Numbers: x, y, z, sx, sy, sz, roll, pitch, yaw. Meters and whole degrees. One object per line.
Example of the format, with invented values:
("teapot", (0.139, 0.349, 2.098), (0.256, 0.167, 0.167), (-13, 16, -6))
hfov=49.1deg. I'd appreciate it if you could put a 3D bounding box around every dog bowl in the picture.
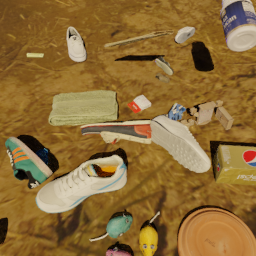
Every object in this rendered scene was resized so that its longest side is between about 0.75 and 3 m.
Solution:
("dog bowl", (-3.055, 1.101, 10.008), (0.430, 0.191, 0.771), (-10, 51, -8))

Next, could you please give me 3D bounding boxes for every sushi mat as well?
("sushi mat", (0.361, -3.252, 10.250), (2.509, 0.152, 1.200), (4, 19, 44))

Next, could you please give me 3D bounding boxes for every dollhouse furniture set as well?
("dollhouse furniture set", (3.043, -0.330, 10.743), (1.842, 0.955, 0.815), (-16, 49, -13))

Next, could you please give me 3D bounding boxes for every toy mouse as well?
("toy mouse", (-0.148, 3.232, 8.016), (1.985, 0.432, 2.233), (6, 50, 5))

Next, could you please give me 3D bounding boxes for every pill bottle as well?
("pill bottle", (3.367, -3.303, 8.545), (0.967, 0.967, 1.741), (-1, 64, -1))

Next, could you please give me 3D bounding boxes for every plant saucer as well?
("plant saucer", (2.565, 3.347, 7.973), (2.277, 0.367, 2.277), (0, 49, 0))

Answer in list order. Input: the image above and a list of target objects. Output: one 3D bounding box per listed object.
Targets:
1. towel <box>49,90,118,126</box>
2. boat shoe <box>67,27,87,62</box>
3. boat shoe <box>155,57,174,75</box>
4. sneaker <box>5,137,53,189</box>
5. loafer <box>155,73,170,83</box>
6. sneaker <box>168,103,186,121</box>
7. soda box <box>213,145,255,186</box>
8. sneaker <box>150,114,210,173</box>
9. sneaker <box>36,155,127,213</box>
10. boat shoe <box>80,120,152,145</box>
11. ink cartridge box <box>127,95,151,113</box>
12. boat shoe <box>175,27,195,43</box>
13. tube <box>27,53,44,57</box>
("towel", (-1.766, -0.875, 11.315), (2.684, 0.490, 1.991), (-5, 39, -3))
("boat shoe", (-2.719, -4.288, 14.229), (0.884, 0.785, 2.403), (-18, 52, -15))
("boat shoe", (1.810, -2.984, 13.330), (0.430, 0.457, 1.273), (-26, 52, -15))
("sneaker", (-3.644, 1.150, 9.529), (2.385, 0.851, 0.953), (31, 64, 32))
("loafer", (1.569, -2.253, 12.831), (0.272, 0.307, 0.807), (-34, 47, -24))
("sneaker", (1.919, -0.524, 11.235), (0.511, 0.459, 1.243), (23, 54, 16))
("soda box", (4.427, 1.293, 9.302), (2.957, 1.001, 0.946), (4, 50, 3))
("sneaker", (1.942, 0.431, 10.096), (1.128, 1.070, 2.802), (-26, 56, -34))
("sneaker", (-1.475, 1.669, 8.859), (2.978, 1.203, 1.139), (-20, 54, -15))
("boat shoe", (-0.467, 0.183, 10.327), (2.746, 0.859, 0.977), (-2, 4, 14))
("ink cartridge box", (0.475, -1.022, 11.833), (0.806, 0.230, 0.655), (-23, 53, -24))
("boat shoe", (2.952, -5.036, 15.072), (0.545, 0.614, 1.669), (32, 46, 29))
("tube", (-4.662, -3.654, 14.100), (0.797, 0.207, 0.231), (-1, 88, -5))
